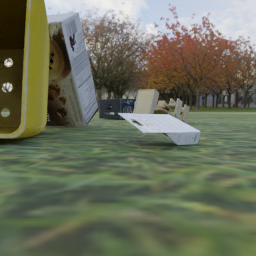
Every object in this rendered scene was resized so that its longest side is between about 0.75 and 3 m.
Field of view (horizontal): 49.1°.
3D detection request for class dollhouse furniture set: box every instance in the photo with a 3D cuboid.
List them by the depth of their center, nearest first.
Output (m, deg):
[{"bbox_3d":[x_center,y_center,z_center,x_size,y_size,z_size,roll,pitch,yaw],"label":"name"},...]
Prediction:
[{"bbox_3d":[1.052,-0.514,10.317,1.668,1.182,1.816,4,-16,39],"label":"dollhouse furniture set"}]

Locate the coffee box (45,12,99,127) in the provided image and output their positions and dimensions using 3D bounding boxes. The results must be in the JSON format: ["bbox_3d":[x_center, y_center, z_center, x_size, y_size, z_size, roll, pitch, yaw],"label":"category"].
[{"bbox_3d":[-1.973,-1.522,7.772,1.634,2.891,1.154,2,33,16],"label":"coffee box"}]

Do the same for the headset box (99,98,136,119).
[{"bbox_3d":[-0.206,-0.989,14.622,2.246,1.042,1.956,-3,5,-38],"label":"headset box"}]

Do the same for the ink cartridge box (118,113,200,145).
[{"bbox_3d":[0.425,0.010,4.065,0.968,0.242,0.779,-2,22,-29],"label":"ink cartridge box"}]

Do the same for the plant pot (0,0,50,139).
[{"bbox_3d":[-2.883,-1.136,5.429,2.926,2.926,2.581,0,-8,2],"label":"plant pot"}]
